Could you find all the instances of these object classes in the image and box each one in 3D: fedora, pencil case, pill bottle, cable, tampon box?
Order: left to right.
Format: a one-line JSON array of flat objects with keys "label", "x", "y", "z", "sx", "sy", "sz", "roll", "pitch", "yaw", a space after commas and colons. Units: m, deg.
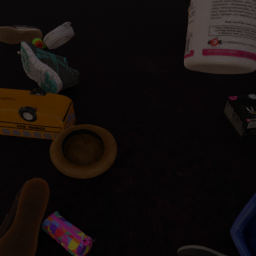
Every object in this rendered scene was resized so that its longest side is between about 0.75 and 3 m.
[{"label": "cable", "x": -1.973, "y": -2.610, "z": 8.050, "sx": 0.911, "sy": 0.315, "sz": 0.911, "roll": -33, "pitch": 7, "yaw": -11}, {"label": "pencil case", "x": -1.113, "y": 1.970, "z": 5.191, "sx": 1.033, "sy": 0.456, "sz": 0.456, "roll": 24, "pitch": 48, "yaw": 25}, {"label": "fedora", "x": -1.006, "y": 0.619, "z": 6.476, "sx": 1.606, "sy": 0.655, "sz": 1.606, "roll": 1, "pitch": 45, "yaw": -1}, {"label": "pill bottle", "x": 2.267, "y": -2.795, "z": 6.445, "sx": 1.644, "sy": 2.900, "sz": 1.644, "roll": 5, "pitch": 5, "yaw": -1}, {"label": "tampon box", "x": 3.198, "y": -0.314, "z": 7.465, "sx": 0.801, "sy": 0.675, "sz": 1.069, "roll": -7, "pitch": 43, "yaw": -8}]

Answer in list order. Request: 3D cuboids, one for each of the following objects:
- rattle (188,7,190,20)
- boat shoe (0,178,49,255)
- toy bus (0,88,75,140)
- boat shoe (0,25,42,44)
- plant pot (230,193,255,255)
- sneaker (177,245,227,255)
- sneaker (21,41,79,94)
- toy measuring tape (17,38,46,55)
[{"label": "rattle", "x": 3.200, "y": -3.811, "z": 11.515, "sx": 1.578, "sy": 1.732, "sz": 2.424, "roll": -21, "pitch": 82, "yaw": -28}, {"label": "boat shoe", "x": -1.953, "y": 1.905, "z": 5.059, "sx": 0.704, "sy": 0.703, "sz": 2.000, "roll": 29, "pitch": 60, "yaw": -18}, {"label": "toy bus", "x": -2.850, "y": -0.396, "z": 7.247, "sx": 2.754, "sy": 1.078, "sz": 0.896, "roll": 5, "pitch": 45, "yaw": 5}, {"label": "boat shoe", "x": -4.397, "y": -3.810, "z": 11.289, "sx": 1.839, "sy": 0.661, "sz": 0.596, "roll": -4, "pitch": 37, "yaw": -10}, {"label": "plant pot", "x": 3.181, "y": 1.831, "z": 4.173, "sx": 1.934, "sy": 2.151, "sz": 2.151, "roll": -3, "pitch": 42, "yaw": -14}, {"label": "sneaker", "x": 1.372, "y": 2.413, "z": 4.702, "sx": 1.139, "sy": 0.426, "sz": 0.605, "roll": 12, "pitch": 42, "yaw": 11}, {"label": "sneaker", "x": -2.593, "y": -2.029, "z": 9.219, "sx": 1.247, "sy": 1.060, "sz": 2.733, "roll": -22, "pitch": 54, "yaw": -34}, {"label": "toy measuring tape", "x": -3.669, "y": -3.167, "z": 10.734, "sx": 1.194, "sy": 0.439, "sz": 0.439, "roll": -25, "pitch": 48, "yaw": -24}]
